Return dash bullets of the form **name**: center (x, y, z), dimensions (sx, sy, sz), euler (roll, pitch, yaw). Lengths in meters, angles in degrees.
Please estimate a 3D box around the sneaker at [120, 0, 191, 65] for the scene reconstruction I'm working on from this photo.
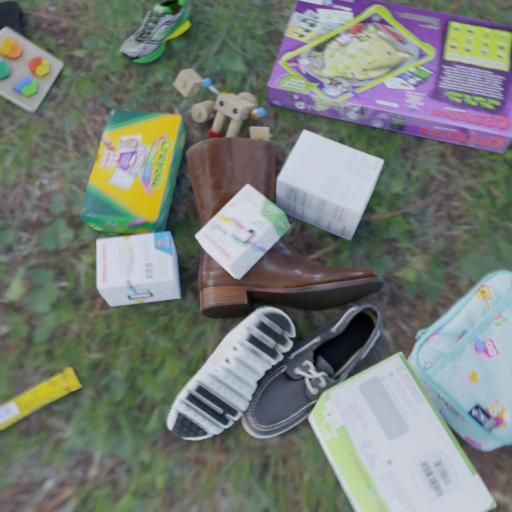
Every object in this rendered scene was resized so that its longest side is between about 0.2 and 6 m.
- **sneaker**: center (-2.080, -4.609, 11.271), dimensions (0.726, 0.793, 1.861), euler (33, 71, 13)

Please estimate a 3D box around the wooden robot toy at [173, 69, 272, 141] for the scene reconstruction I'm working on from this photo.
- **wooden robot toy**: center (-0.443, -2.747, 10.605), dimensions (2.239, 0.986, 1.016), euler (32, 35, 14)

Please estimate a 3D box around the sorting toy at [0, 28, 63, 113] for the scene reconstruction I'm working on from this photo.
- **sorting toy**: center (-4.564, -3.611, 10.812), dimensions (1.244, 0.245, 1.344), euler (30, 65, -21)

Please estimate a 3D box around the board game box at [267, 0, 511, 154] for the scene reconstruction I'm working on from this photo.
- **board game box**: center (2.751, -3.723, 10.989), dimensions (4.571, 0.738, 2.743), euler (14, 63, 6)

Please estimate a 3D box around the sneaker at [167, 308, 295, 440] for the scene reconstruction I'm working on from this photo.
- **sneaker**: center (-0.395, 1.749, 8.482), dimensions (0.902, 0.973, 2.401), euler (44, 87, -13)

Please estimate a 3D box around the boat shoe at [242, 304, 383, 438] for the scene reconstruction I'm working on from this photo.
- **boat shoe**: center (0.866, 1.649, 8.465), dimensions (2.721, 0.853, 0.989), euler (-38, 74, -15)

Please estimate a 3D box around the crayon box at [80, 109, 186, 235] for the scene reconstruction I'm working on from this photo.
- **crayon box**: center (-2.125, -1.488, 9.951), dimensions (1.330, 0.653, 2.240), euler (6, 66, 4)

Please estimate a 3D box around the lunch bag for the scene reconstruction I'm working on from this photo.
- **lunch bag**: center (3.562, 1.526, 8.487), dimensions (2.467, 0.951, 1.979), euler (-39, 72, -16)

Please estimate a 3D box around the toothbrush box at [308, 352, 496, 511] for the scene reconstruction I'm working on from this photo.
- **toothbrush box**: center (1.632, 2.529, 7.161), dimensions (1.100, 2.556, 1.861), euler (-25, 69, -10)

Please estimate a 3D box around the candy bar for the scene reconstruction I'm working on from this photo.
- **candy bar**: center (-3.486, 2.255, 8.592), dimensions (1.571, 0.174, 0.392), euler (-29, 66, -12)

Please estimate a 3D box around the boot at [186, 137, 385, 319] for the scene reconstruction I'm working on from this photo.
- **boot**: center (0.390, -0.728, 9.431), dimensions (3.073, 1.059, 3.297), euler (-4, 66, -1)

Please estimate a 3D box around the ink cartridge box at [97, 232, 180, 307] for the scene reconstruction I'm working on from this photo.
- **ink cartridge box**: center (-1.900, 0.227, 9.099), dimensions (1.188, 0.867, 0.871), euler (-6, 66, -3)

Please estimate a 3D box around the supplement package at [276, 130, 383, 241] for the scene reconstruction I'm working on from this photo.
- **supplement package**: center (1.216, -1.193, 9.595), dimensions (1.450, 1.092, 1.100), euler (24, 69, 10)

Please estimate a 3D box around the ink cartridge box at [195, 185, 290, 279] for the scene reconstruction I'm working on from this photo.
- **ink cartridge box**: center (-0.209, -0.372, 8.635), dimensions (1.185, 0.498, 0.858), euler (-45, 60, -7)

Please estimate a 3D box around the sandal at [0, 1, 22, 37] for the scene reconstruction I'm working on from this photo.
- **sandal**: center (-5.075, -4.500, 11.461), dimensions (0.743, 0.473, 1.976), euler (-6, 54, -2)
